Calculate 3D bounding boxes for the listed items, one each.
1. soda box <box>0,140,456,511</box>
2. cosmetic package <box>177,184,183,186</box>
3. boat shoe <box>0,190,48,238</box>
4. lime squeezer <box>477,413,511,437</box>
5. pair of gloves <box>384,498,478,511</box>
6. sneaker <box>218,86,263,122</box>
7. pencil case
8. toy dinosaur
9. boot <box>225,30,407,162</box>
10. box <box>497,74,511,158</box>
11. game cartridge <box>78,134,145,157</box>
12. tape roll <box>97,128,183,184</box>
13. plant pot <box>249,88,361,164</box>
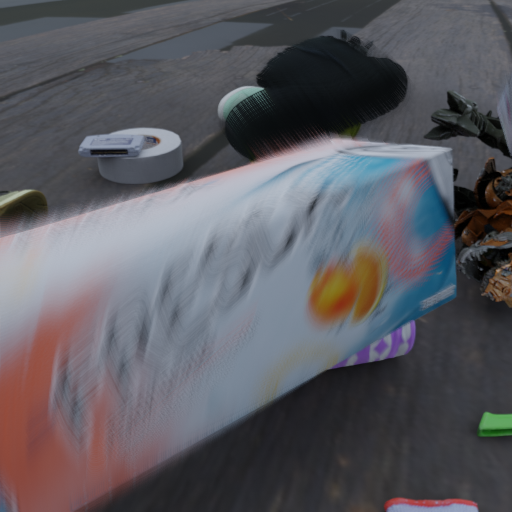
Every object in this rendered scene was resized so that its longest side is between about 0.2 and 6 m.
[{"bbox_3d":[-0.518,0.317,4.555,4.766,1.515,1.630,-22,25,-29],"label":"soda box"},{"bbox_3d":[-0.369,-0.704,6.960,1.121,0.398,0.590,-3,6,-20],"label":"cosmetic package"},{"bbox_3d":[-4.263,-0.410,8.474,0.780,0.848,2.373,8,29,27],"label":"boat shoe"},{"bbox_3d":[4.164,1.779,5.024,3.828,0.722,1.352,19,37,27],"label":"lime squeezer"},{"bbox_3d":[2.144,2.789,3.699,3.334,0.380,2.680,3,32,4],"label":"pair of gloves"},{"bbox_3d":[0.379,-3.488,13.204,2.385,0.878,1.407,-13,28,-24],"label":"sneaker"},{"bbox_3d":[0.563,0.762,6.272,2.480,1.060,1.041,-9,26,-11],"label":"pencil case"},{"bbox_3d":[3.878,-0.791,8.511,3.005,2.262,4.428,34,25,22],"label":"toy dinosaur"},{"bbox_3d":[0.611,-2.503,8.444,2.813,1.041,2.305,-23,35,-9],"label":"boot"},{"bbox_3d":[3.477,-1.392,6.228,1.078,0.936,1.632,-2,58,3],"label":"box"},{"bbox_3d":[-2.722,-2.105,10.656,1.131,0.231,0.753,-1,36,0],"label":"game cartridge"},{"bbox_3d":[-2.330,-2.031,11.247,1.682,0.556,1.682,-1,32,0],"label":"tape roll"},{"bbox_3d":[0.751,-2.438,10.584,2.103,2.103,2.025,12,39,19],"label":"plant pot"}]
